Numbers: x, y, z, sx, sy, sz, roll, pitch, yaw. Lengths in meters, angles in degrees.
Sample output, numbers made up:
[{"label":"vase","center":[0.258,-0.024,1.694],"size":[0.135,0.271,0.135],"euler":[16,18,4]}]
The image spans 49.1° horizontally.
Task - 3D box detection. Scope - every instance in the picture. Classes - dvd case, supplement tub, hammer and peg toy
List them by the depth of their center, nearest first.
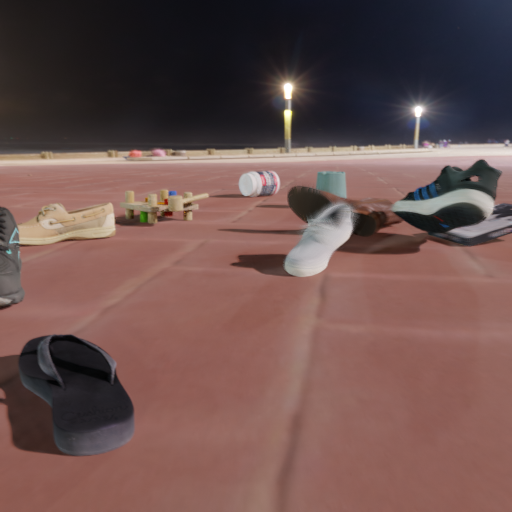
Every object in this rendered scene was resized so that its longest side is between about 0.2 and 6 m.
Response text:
[{"label":"dvd case","center":[4.666,-0.660,11.291],"size":[1.912,0.236,1.437],"euler":[-17,15,-11]},{"label":"hammer and peg toy","center":[-2.172,-1.185,13.681],"size":[1.505,0.722,2.046],"euler":[-9,15,-43]},{"label":"supplement tub","center":[0.113,-2.518,19.630],"size":[1.248,0.875,0.875],"euler":[-10,15,-40]}]

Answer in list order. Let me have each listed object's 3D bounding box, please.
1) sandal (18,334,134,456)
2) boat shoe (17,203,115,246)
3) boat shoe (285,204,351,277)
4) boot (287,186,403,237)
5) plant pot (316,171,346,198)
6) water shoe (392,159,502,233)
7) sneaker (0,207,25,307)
[{"label":"sandal","center":[-1.378,0.902,4.355],"size":[0.712,0.401,1.872],"euler":[-7,14,-32]},{"label":"boat shoe","center":[-3.974,-0.671,11.050],"size":[2.345,0.757,0.836],"euler":[-8,14,-34]},{"label":"boat shoe","center":[0.979,-0.311,8.735],"size":[0.612,0.625,1.755],"euler":[17,37,27]},{"label":"boot","center":[2.076,-1.092,12.504],"size":[2.180,0.751,2.339],"euler":[27,25,21]},{"label":"plant pot","center":[2.180,-1.920,16.354],"size":[1.084,1.062,1.084],"euler":[0,12,0]},{"label":"water shoe","center":[3.632,-1.108,10.636],"size":[0.983,1.085,2.749],"euler":[30,-7,-15]},{"label":"sneaker","center":[-3.606,-0.045,7.269],"size":[1.056,1.110,2.801],"euler":[-3,13,-24]}]
